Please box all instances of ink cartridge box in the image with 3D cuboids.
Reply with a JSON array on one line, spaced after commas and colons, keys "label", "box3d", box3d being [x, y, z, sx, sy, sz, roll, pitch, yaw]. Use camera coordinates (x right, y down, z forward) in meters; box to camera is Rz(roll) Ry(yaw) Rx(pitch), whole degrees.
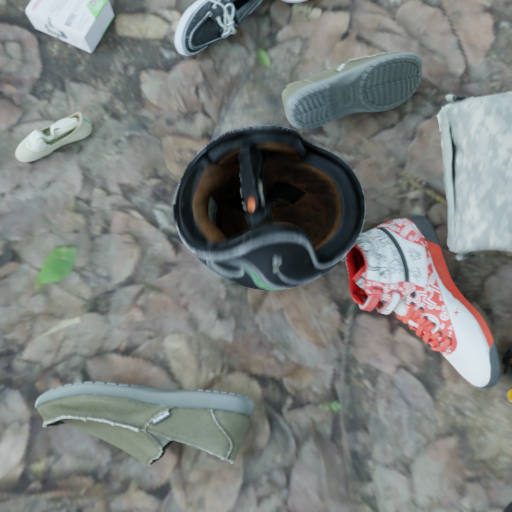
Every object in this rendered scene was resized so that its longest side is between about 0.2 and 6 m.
[{"label": "ink cartridge box", "box3d": [-3.599, -4.693, 10.862, 1.304, 0.548, 0.948, 25, 79, 5]}]

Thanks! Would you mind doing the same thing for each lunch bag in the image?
[{"label": "lunch bag", "box3d": [4.116, -1.320, 8.935, 2.226, 1.849, 2.653, -4, 94, 1]}]

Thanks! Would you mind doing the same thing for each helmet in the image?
[{"label": "helmet", "box3d": [0.286, -0.662, 8.954, 2.664, 2.539, 2.664, -9, 74, 36]}]

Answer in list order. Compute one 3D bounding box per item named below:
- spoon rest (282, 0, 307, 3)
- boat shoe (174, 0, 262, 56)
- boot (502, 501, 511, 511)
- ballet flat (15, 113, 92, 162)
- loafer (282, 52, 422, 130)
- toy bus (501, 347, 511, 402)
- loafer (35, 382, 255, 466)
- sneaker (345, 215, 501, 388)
[{"label": "spoon rest", "box3d": [0.209, -5.679, 11.022, 2.265, 0.686, 1.125, 20, 78, 5]}, {"label": "boat shoe", "box3d": [-0.621, -4.555, 10.670, 0.730, 0.790, 2.139, 33, 69, 34]}, {"label": "boot", "box3d": [5.028, 5.317, 8.395, 3.043, 1.042, 2.864, 23, 78, 4]}, {"label": "ballet flat", "box3d": [-3.800, -2.221, 10.342, 1.512, 0.525, 0.525, -27, 79, -6]}, {"label": "loafer", "box3d": [1.710, -3.167, 10.219, 2.834, 1.066, 0.987, -17, 42, -15]}, {"label": "toy bus", "box3d": [5.536, 1.534, 9.082, 2.361, 1.669, 2.459, 20, 80, -12]}, {"label": "loafer", "box3d": [-1.775, 2.677, 8.833, 3.467, 1.304, 1.207, 3, 73, 0]}, {"label": "sneaker", "box3d": [2.572, 0.891, 9.208, 1.671, 1.041, 3.118, -16, 72, -19]}]
